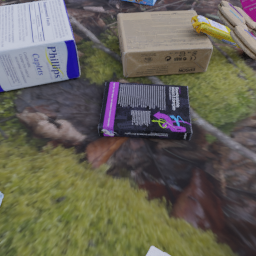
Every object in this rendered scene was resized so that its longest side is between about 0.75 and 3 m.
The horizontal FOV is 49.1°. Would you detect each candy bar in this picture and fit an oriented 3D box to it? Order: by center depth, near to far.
[{"bbox_3d":[3.202,-2.816,8.679,2.986,0.331,0.745,11,47,-24],"label":"candy bar"}]

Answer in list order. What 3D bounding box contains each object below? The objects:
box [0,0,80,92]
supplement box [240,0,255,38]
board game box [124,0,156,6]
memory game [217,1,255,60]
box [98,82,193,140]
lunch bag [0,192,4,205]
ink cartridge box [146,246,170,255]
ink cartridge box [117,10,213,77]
[{"bbox_3d":[-3.006,-2.547,8.475,2.706,1.420,2.488,-12,52,-9],"label":"box"},{"bbox_3d":[3.273,-2.184,5.843,1.081,2.091,1.058,-3,34,48],"label":"supplement box"},{"bbox_3d":[0.255,-5.886,11.815,2.173,0.398,1.644,15,53,12],"label":"board game box"},{"bbox_3d":[2.061,-0.897,3.783,2.324,0.148,2.324,26,39,-23],"label":"memory game"},{"bbox_3d":[0.473,-0.484,7.483,2.335,0.421,1.669,3,52,4],"label":"box"},{"bbox_3d":[-3.898,2.022,4.589,2.460,1.844,2.901,5,56,4],"label":"lunch bag"},{"bbox_3d":[0.763,2.706,4.935,1.155,0.385,0.669,26,56,19],"label":"ink cartridge box"},{"bbox_3d":[1.046,-2.724,8.895,2.635,0.990,2.171,-4,50,-3],"label":"ink cartridge box"}]
